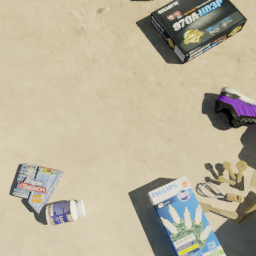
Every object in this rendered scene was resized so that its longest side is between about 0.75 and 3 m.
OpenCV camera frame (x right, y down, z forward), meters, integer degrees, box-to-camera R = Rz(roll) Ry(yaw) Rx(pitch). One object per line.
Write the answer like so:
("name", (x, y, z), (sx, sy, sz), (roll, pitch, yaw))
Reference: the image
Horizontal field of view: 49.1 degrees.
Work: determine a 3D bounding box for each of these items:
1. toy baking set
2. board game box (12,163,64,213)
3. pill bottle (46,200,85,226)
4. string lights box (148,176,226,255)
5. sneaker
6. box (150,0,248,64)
("toy baking set", (3.030, 1.889, 8.041), (1.620, 0.246, 2.111), (43, 93, 12))
("board game box", (-2.676, 1.747, 8.102), (1.286, 0.397, 1.285), (11, 71, 4))
("pill bottle", (-1.731, 2.338, 7.813), (1.002, 0.580, 0.580), (-12, 72, -4))
("string lights box", (1.534, 2.602, 7.666), (1.159, 0.665, 2.255), (-24, 73, -5))
("sneaker", (3.659, -0.357, 8.671), (2.123, 0.738, 1.056), (27, 77, 14))
("box", (2.432, -3.726, 9.786), (2.633, 0.606, 2.093), (-31, 74, -10))
